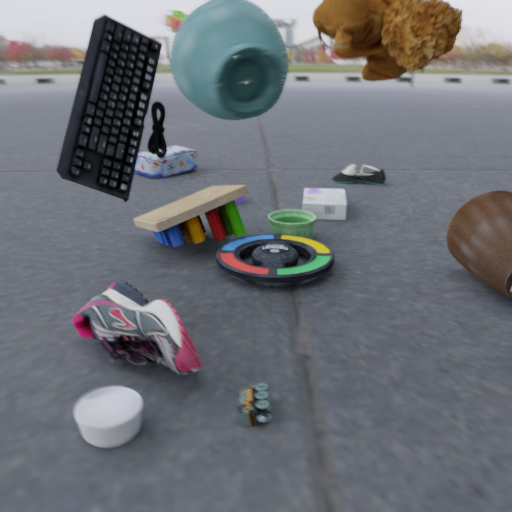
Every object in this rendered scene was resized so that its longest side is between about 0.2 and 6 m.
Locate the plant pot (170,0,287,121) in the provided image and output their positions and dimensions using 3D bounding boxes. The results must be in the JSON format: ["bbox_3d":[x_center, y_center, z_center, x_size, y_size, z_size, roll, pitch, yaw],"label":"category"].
[{"bbox_3d":[-0.243,-2.449,7.413,1.577,1.577,1.056,-8,39,-19],"label":"plant pot"}]

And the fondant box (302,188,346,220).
[{"bbox_3d":[1.605,-1.237,13.241,0.993,0.401,1.376,2,21,6],"label":"fondant box"}]

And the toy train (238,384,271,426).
[{"bbox_3d":[-0.026,1.634,6.184,0.345,0.258,0.605,-10,22,1],"label":"toy train"}]

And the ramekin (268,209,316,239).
[{"bbox_3d":[0.727,-0.585,11.465,0.986,0.481,0.986,0,21,0],"label":"ramekin"}]

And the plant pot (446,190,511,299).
[{"bbox_3d":[4.043,-0.023,8.980,1.513,1.513,1.619,0,31,0],"label":"plant pot"}]

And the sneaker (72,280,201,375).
[{"bbox_3d":[-1.486,1.029,7.026,0.834,0.900,2.233,-35,30,-30],"label":"sneaker"}]

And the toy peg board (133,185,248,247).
[{"bbox_3d":[-1.195,-0.623,10.956,1.862,0.915,1.870,-26,15,-19],"label":"toy peg board"}]

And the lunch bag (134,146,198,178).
[{"bbox_3d":[-2.770,-2.893,17.076,1.860,0.703,1.490,-19,26,-38],"label":"lunch bag"}]

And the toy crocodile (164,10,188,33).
[{"bbox_3d":[-1.699,-5.071,12.224,0.437,0.477,1.414,-7,32,-34],"label":"toy crocodile"}]

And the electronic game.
[{"bbox_3d":[0.338,0.012,10.008,2.108,0.439,2.108,0,22,0],"label":"electronic game"}]

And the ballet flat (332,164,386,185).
[{"bbox_3d":[2.902,-2.315,15.821,1.506,0.515,0.512,3,23,9],"label":"ballet flat"}]

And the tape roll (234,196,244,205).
[{"bbox_3d":[-0.659,-1.456,14.027,0.717,0.235,0.717,0,22,0],"label":"tape roll"}]

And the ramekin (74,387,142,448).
[{"bbox_3d":[-1.531,1.701,5.876,0.696,0.324,0.696,0,22,0],"label":"ramekin"}]

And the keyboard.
[{"bbox_3d":[-1.940,-2.150,8.420,1.561,2.600,0.334,19,-15,-38],"label":"keyboard"}]

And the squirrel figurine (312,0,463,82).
[{"bbox_3d":[1.487,-2.694,6.462,1.605,1.136,1.498,23,16,41],"label":"squirrel figurine"}]
